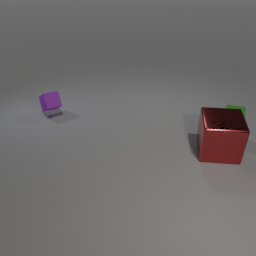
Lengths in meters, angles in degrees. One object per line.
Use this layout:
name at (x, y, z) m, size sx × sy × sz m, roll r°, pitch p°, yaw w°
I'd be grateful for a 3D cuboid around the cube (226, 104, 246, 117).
cube at (4.042, -0.384, 10.681) m, size 0.700 × 0.700 × 0.700 m, roll 11°, pitch 41°, yaw 18°

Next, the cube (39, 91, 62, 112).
cube at (-3.447, -1.182, 12.434) m, size 0.700 × 0.700 × 0.700 m, roll -16°, pitch 1°, yaw -34°

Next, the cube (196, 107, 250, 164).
cube at (3.201, 0.244, 9.686) m, size 1.400 × 1.400 × 1.400 m, roll 4°, pitch 36°, yaw 6°
